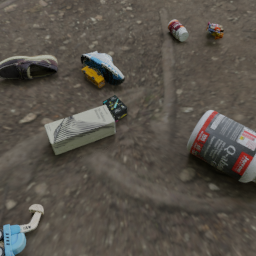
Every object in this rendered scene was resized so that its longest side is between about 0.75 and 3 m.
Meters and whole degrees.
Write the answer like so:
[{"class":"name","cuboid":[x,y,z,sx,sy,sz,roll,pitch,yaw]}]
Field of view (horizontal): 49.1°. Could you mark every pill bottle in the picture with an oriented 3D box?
[{"class":"pill bottle","cuboid":[2.374,-4.598,13.243,0.600,0.600,1.051,-21,56,-15]},{"class":"pill bottle","cuboid":[3.383,0.702,8.721,2.726,1.579,1.579,31,59,21]}]

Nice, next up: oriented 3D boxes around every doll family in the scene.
[{"class":"doll family","cuboid":[4.100,-4.511,13.152,0.834,0.605,1.344,20,32,2]}]

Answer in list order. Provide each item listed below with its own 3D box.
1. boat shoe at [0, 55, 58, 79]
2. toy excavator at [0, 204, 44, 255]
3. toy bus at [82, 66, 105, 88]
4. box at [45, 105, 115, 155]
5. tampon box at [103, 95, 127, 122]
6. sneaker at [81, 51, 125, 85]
[{"class":"boat shoe","cuboid":[-4.109,-2.400,11.464,2.481,0.892,0.804,-11,49,-15]},{"class":"toy excavator","cuboid":[-3.003,2.911,7.740,1.417,0.708,1.377,-7,55,-20]},{"class":"toy bus","cuboid":[-1.436,-2.112,11.518,1.067,0.418,0.347,38,64,25]},{"class":"box","cuboid":[-1.624,0.050,9.704,2.249,0.769,0.924,-22,56,-15]},{"class":"tampon box","cuboid":[-0.480,-0.718,10.440,0.587,0.495,0.784,-32,60,-21]},{"class":"sneaker","cuboid":[-0.885,-2.644,11.689,2.303,0.863,0.998,37,57,24]}]
